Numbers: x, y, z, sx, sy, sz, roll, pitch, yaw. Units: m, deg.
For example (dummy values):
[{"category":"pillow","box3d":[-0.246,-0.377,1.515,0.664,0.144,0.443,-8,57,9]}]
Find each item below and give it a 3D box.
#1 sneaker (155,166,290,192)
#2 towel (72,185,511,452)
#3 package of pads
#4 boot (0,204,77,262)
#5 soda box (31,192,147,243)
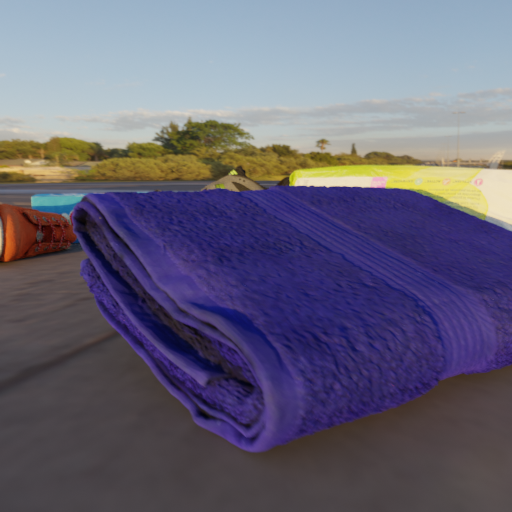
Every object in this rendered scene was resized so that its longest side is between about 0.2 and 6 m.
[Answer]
[{"category":"sneaker","box3d":[-0.770,-1.431,13.818,3.741,1.550,1.326,-2,8,-12]},{"category":"towel","box3d":[0.826,0.255,5.130,4.232,1.048,3.125,-6,28,-35]},{"category":"package of pads","box3d":[2.916,-0.641,8.986,4.170,1.422,3.222,8,7,42]},{"category":"boot","box3d":[-3.931,-0.440,9.859,1.463,1.024,2.728,3,8,-15]},{"category":"soda box","box3d":[-3.164,-0.843,11.967,2.953,1.002,0.947,-3,10,-16]}]
